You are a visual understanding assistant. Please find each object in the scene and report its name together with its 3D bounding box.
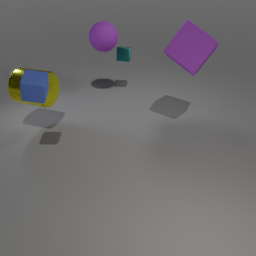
[{"bbox_3d":[2.394,-2.978,10.629,1.400,1.400,1.400,39,15,6],"label":"cube"},{"bbox_3d":[-2.841,-1.266,8.562,0.700,0.700,0.700,7,44,-9],"label":"cube"},{"bbox_3d":[-0.209,-3.782,14.343,0.700,0.700,0.700,5,19,3],"label":"cube"},{"bbox_3d":[-1.163,-4.345,13.347,1.400,1.400,1.400,0,31,0],"label":"ball"},{"bbox_3d":[-3.635,-1.582,10.933,1.400,1.400,1.400,10,33,18],"label":"cylinder"}]
